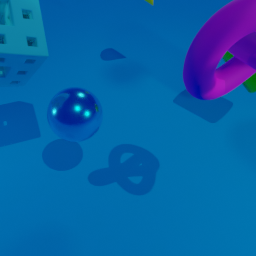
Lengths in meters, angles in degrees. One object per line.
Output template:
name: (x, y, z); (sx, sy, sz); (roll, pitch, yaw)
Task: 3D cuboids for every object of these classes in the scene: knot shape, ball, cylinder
knot shape: (1.282, -0.756, 2.606); (1.691, 0.835, 1.807); (-15, 12, -17)
ball: (-0.932, -0.236, 4.977); (0.977, 0.977, 0.977); (0, 44, 0)
cylinder: (2.971, -1.663, 6.425); (1.257, 1.257, 1.257); (-38, 90, -32)

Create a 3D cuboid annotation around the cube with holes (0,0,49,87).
cube with holes: (-2.288, -1.549, 4.554); (1.360, 1.360, 1.360); (-6, 80, -37)

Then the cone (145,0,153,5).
cone: (0.507, -3.810, 7.842); (0.891, 0.895, 0.891); (-21, 45, 22)
